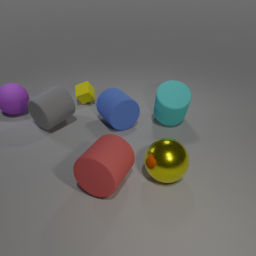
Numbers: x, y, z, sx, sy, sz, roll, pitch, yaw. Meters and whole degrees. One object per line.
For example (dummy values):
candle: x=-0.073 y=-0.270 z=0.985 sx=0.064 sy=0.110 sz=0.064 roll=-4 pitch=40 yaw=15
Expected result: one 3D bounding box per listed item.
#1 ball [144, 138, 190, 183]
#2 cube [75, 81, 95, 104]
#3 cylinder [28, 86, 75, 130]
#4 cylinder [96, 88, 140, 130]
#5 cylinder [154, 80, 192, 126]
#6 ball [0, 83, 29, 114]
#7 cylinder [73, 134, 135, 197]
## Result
ball: x=1.210 y=1.011 z=8.760 sx=1.400 sy=1.400 sz=1.400 roll=0 pitch=31 yaw=0
cube: x=-2.069 y=-1.708 z=13.522 sx=0.700 sy=0.700 sz=0.700 roll=-17 pitch=59 yaw=13
cylinder: x=-3.154 y=-0.841 z=11.611 sx=1.400 sy=1.400 sz=1.400 roll=24 pitch=46 yaw=34
cylinder: x=-0.436 y=-0.820 z=11.820 sx=1.400 sy=1.400 sz=1.400 roll=-15 pitch=34 yaw=-24
cylinder: x=1.819 y=-1.014 z=11.681 sx=1.400 sy=1.400 sz=1.400 roll=0 pitch=61 yaw=0
ball: x=-5.186 y=-1.308 z=12.611 sx=1.400 sy=1.400 sz=1.400 roll=0 pitch=31 yaw=0
cylinder: x=-0.688 y=1.103 z=8.431 sx=1.400 sy=1.400 sz=1.400 roll=13 pitch=32 yaw=20
